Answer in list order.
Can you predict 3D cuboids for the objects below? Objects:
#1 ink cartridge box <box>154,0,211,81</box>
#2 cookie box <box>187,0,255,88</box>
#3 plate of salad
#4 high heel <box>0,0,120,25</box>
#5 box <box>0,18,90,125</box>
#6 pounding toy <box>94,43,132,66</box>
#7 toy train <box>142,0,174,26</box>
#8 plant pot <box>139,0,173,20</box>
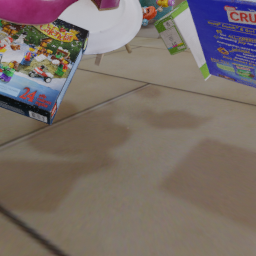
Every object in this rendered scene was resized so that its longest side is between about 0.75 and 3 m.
[{"bbox_3d":[1.911,-2.548,8.111,1.515,2.049,0.776,-43,22,-26],"label":"ink cartridge box"},{"bbox_3d":[2.601,-1.700,5.077,2.416,1.061,2.824,25,-5,28],"label":"cookie box"},{"bbox_3d":[-1.112,-2.829,6.855,2.945,0.707,2.945,4,61,-7],"label":"plate of salad"},{"bbox_3d":[-1.117,-2.583,4.764,2.719,1.304,0.916,-16,58,-27],"label":"high heel"},{"bbox_3d":[-2.329,-1.420,4.962,2.804,0.528,1.915,20,63,-5],"label":"box"},{"bbox_3d":[-0.430,-2.979,8.097,1.615,1.610,2.815,20,49,-7],"label":"pounding toy"},{"bbox_3d":[0.743,-3.812,8.052,1.207,1.607,0.447,-5,-23,34],"label":"toy train"},{"bbox_3d":[1.133,-4.793,10.049,1.273,1.196,1.273,6,62,-11],"label":"plant pot"}]
